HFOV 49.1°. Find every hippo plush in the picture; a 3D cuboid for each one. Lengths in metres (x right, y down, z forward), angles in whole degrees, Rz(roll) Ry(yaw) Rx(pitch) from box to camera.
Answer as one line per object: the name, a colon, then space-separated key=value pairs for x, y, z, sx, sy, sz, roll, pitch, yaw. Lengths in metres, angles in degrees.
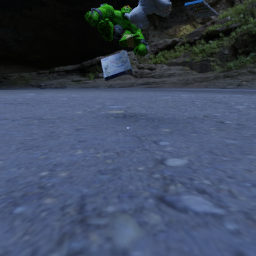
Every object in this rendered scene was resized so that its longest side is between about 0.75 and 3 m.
hippo plush: x=0.710 y=-4.116 z=9.959 sx=1.284 sy=1.296 sz=1.612 roll=36 pitch=9 yaw=15

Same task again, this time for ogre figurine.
ogre figurine: x=-0.376 y=-4.118 z=11.385 sx=2.742 sy=1.345 sz=1.644 roll=11 pitch=50 yaw=-11

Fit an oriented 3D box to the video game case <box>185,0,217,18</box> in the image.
video game case: x=2.736 y=-4.434 z=10.475 sx=1.075 sy=0.096 sz=0.770 roll=13 pitch=-1 yaw=-44

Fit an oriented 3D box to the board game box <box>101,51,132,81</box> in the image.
board game box: x=-0.493 y=-2.628 z=11.805 sx=1.177 sy=1.172 sz=0.255 roll=-17 pitch=-36 yaw=7
